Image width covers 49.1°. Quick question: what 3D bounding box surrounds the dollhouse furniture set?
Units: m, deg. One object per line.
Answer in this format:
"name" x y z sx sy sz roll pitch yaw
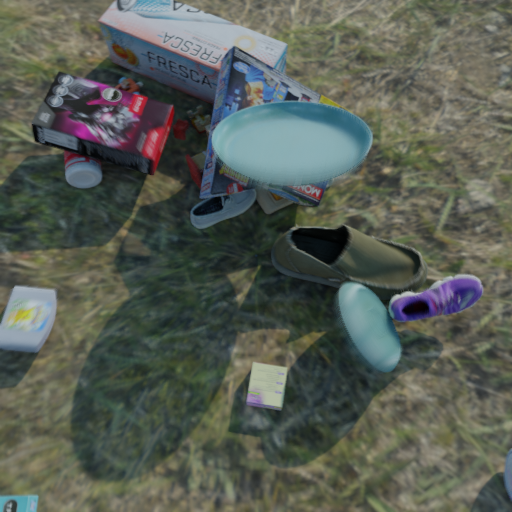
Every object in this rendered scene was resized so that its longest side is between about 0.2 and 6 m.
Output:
"dollhouse furniture set" -1.179 -2.323 12.089 0.969 0.733 1.801 -27 55 -11

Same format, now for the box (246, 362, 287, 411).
"box" 0.194 2.344 10.057 0.634 0.348 0.721 8 65 4

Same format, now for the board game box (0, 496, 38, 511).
"board game box" -4.560 4.616 8.971 1.821 0.427 1.374 -2 65 -1

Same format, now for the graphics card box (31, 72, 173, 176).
"graphics card box" -3.114 -2.741 11.575 2.511 0.639 1.575 16 60 -5

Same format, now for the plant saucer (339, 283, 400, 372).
"plant saucer" 2.071 1.209 9.936 0.236 1.719 1.719 -33 63 28

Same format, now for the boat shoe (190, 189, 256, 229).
"boat shoe" -0.666 -1.061 11.499 1.498 0.534 0.523 -28 69 -9

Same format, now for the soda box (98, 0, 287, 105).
"soda box" -1.390 -4.600 12.721 4.115 1.308 1.407 25 68 10

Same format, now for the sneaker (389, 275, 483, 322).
"sneaker" 3.307 0.872 10.179 1.728 0.721 0.697 -20 93 4

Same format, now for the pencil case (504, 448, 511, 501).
"pencil case" 5.265 3.656 9.081 2.288 1.038 0.951 5 25 1

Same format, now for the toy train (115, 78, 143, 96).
"toy train" -2.829 -3.252 12.474 1.301 0.482 1.732 -33 75 -13

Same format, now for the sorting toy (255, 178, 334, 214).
"sorting toy" 0.592 -1.846 12.005 1.679 0.306 1.554 -27 68 -11

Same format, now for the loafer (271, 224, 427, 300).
"loafer" 1.808 0.073 10.680 3.029 1.055 1.139 7 65 1

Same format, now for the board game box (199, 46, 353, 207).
"board game box" 0.143 -2.141 11.125 2.817 0.869 2.815 24 83 -18

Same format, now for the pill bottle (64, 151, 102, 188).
"pill bottle" -3.701 -2.164 11.912 0.736 0.736 1.311 -11 65 -5

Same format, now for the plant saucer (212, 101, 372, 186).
"plant saucer" 0.608 -1.943 9.714 2.735 0.375 2.735 -1 39 1

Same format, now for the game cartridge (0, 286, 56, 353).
"game cartridge" -4.243 1.163 10.471 0.865 0.263 1.297 9 52 -9
